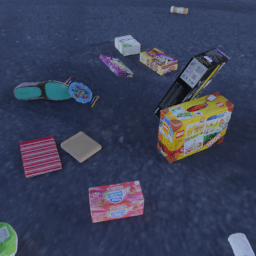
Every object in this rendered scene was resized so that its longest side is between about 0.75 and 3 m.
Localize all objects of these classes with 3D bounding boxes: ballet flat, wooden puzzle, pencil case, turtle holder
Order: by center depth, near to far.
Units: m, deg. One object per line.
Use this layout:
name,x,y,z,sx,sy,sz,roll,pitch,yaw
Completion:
turtle holder,-3.569,3.226,7.236,1.123,1.050,1.478,19,45,19
pencil case,3.088,3.417,7.434,0.533,0.488,1.175,13,37,-17
wooden puzzle,-1.803,0.729,10.778,1.190,0.222,1.101,35,51,28
ballet flat,-3.909,-1.833,13.211,2.715,0.976,0.976,-2,41,-3

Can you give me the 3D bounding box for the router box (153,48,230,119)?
router box,2.404,-1.620,10.749,0.730,2.795,2.198,45,41,13

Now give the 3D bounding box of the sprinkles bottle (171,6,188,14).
sprinkles bottle,4.047,-9.284,22.098,1.310,0.447,0.447,14,43,15

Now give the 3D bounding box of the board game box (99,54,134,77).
board game box,-0.545,-2.940,13.226,0.986,0.265,1.642,-8,45,-40

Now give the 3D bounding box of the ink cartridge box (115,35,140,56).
ink cartridge box,-0.047,-5.035,17.066,1.087,0.628,1.488,-16,44,-18

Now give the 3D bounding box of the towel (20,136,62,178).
towel,-3.263,1.023,10.428,1.291,0.201,1.785,-13,44,-18

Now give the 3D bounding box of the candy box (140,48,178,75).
candy box,1.681,-3.731,15.625,1.151,0.557,1.973,-23,45,-24

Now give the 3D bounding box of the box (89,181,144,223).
box,-0.364,2.248,8.556,1.582,0.812,0.749,-6,42,-9

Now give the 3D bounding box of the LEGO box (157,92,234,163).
LEGO box,2.421,-0.030,10.351,2.511,1.870,0.969,-19,45,-19

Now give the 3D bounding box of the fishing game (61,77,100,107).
fishing game,-2.178,-1.677,12.919,1.697,0.264,1.215,36,43,-6
